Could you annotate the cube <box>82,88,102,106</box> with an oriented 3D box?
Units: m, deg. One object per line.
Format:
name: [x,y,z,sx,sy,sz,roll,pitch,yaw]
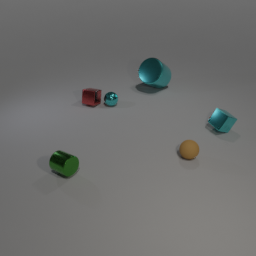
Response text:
cube: [-1.787,-1.548,13.793,0.700,0.700,0.700,13,19,21]

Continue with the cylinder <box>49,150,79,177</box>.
cylinder: [-2.088,1.153,9.171,0.700,0.700,0.700,16,34,32]

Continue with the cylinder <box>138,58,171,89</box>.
cylinder: [1.470,-2.937,15.143,1.400,1.400,1.400,18,5,27]

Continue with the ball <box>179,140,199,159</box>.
ball: [2.181,0.764,9.968,0.700,0.700,0.700,0,30,0]

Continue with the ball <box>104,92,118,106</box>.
ball: [-0.830,-1.427,13.703,0.700,0.700,0.700,0,30,0]

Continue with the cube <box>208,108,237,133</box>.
cube: [3.873,-0.308,11.490,0.700,0.700,0.700,9,30,-40]
